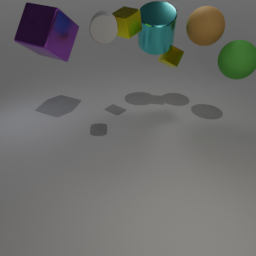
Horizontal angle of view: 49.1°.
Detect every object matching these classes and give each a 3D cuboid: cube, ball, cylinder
[{"bbox_3d":[-0.054,-3.395,9.012,0.700,0.700,0.700,27,56,34],"label":"cube"},{"bbox_3d":[1.761,-2.958,11.581,0.700,0.700,0.700,23,4,-16],"label":"cube"},{"bbox_3d":[-2.829,-3.342,9.879,1.400,1.400,1.400,18,0,21],"label":"cube"},{"bbox_3d":[2.873,-3.774,10.400,1.400,1.400,1.400,0,30,0],"label":"ball"},{"bbox_3d":[-0.627,-2.602,7.231,0.700,0.700,0.700,-2,31,-3],"label":"cylinder"},{"bbox_3d":[1.077,-3.753,10.582,1.400,1.400,1.400,-1,61,2],"label":"cylinder"},{"bbox_3d":[3.994,-2.475,10.189,1.400,1.400,1.400,0,30,0],"label":"ball"}]
